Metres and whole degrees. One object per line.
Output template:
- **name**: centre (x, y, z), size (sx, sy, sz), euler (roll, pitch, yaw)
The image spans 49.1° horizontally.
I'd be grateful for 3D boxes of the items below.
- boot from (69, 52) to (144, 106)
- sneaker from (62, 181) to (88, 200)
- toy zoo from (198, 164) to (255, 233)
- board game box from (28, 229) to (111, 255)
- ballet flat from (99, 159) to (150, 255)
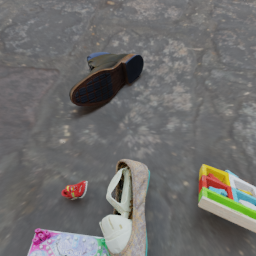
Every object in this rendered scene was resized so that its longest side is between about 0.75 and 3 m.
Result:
- **boot**: centre (-0.884, -1.508, 8.226), size (1.332, 1.026, 2.747), euler (24, 44, 36)
- **sneaker**: centre (-1.100, 1.273, 5.696), size (0.337, 0.794, 0.306), euler (26, 47, -30)
- **toy zoo**: centre (2.018, 1.273, 5.549), size (1.242, 0.194, 1.893), euler (23, 19, 8)
- **board game box**: centre (-1.099, 2.656, 4.914), size (1.653, 0.214, 1.653), euler (5, 49, 5)
- **ballet flat**: centre (-0.104, 1.578, 5.138), size (0.788, 0.798, 2.344), euler (34, 41, -28)
